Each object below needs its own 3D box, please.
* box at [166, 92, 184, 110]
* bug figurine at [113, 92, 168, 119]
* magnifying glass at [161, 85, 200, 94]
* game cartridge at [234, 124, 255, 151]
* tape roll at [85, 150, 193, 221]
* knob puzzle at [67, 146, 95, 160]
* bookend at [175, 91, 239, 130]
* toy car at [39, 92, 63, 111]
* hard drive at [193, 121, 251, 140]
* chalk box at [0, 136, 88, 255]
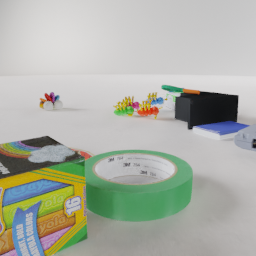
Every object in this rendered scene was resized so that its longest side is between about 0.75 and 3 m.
[{"bbox_3d":[2.888,-1.309,14.039,1.477,0.810,1.674,-2,15,-16],"label":"box"},{"bbox_3d":[0.592,-1.002,12.888,2.262,0.750,2.917,-3,17,15],"label":"bug figurine"},{"bbox_3d":[2.106,-1.558,11.382,1.602,0.179,0.638,14,-2,29],"label":"magnifying glass"},{"bbox_3d":[4.588,0.394,7.682,2.722,0.556,1.812,13,22,42],"label":"game cartridge"},{"bbox_3d":[0.129,0.962,5.288,2.131,0.512,2.131,1,14,0],"label":"tape roll"},{"bbox_3d":[-1.669,0.707,6.773,2.164,0.300,2.164,0,14,0],"label":"knob puzzle"},{"bbox_3d":[2.696,-0.818,11.345,2.397,1.104,2.382,-8,15,-26],"label":"bookend"},{"bbox_3d":[-3.891,-1.370,14.095,1.166,0.875,1.021,-10,16,-35],"label":"toy car"},{"bbox_3d":[3.308,0.052,9.605,1.798,0.228,1.186,-8,16,-30],"label":"hard drive"},{"bbox_3d":[-1.720,0.993,3.571,2.066,1.281,1.290,-11,19,-36],"label":"chalk box"}]
